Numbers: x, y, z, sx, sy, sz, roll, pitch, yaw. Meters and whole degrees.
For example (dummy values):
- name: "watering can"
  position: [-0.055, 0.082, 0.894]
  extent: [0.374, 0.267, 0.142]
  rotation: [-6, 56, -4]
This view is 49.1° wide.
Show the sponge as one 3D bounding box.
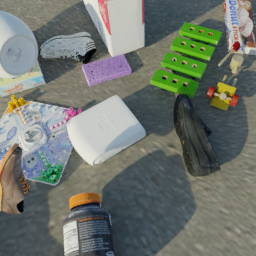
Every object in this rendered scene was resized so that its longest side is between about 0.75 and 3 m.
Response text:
- name: "sponge"
  position: [-0.669, -1.836, 8.785]
  extent: [1.407, 0.210, 0.785]
  rotation: [-18, 59, -11]

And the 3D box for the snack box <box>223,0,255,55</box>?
- name: "snack box"
  position: [3.933, -3.619, 9.836]
  extent: [0.939, 0.318, 2.612]
  rotation: [6, 58, 4]

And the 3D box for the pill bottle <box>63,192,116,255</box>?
- name: "pill bottle"
  position: [-0.790, 2.309, 5.699]
  extent: [1.004, 1.004, 1.890]
  rotation: [-8, 59, -5]

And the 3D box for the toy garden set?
- name: "toy garden set"
  position: [2.367, -1.882, 8.635]
  extent: [2.437, 0.583, 2.924]
  rotation: [22, 60, 15]

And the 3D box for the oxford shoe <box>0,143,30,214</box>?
- name: "oxford shoe"
  position: [-1.934, 0.907, 4.877]
  extent: [0.539, 1.479, 0.527]
  rotation: [20, 31, -1]

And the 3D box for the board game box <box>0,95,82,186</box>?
- name: "board game box"
  position: [-2.549, 0.207, 7.449]
  extent: [2.249, 0.291, 2.249]
  rotation: [12, 58, 7]

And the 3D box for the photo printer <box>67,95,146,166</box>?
- name: "photo printer"
  position: [-0.634, 0.065, 7.320]
  extent: [1.731, 0.601, 1.440]
  rotation: [-29, 67, -17]

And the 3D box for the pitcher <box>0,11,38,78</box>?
- name: "pitcher"
  position: [-3.971, -2.195, 7.958]
  extent: [2.795, 1.694, 2.398]
  rotation: [32, 105, 29]

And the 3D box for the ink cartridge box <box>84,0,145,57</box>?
- name: "ink cartridge box"
  position: [-0.588, -4.113, 9.021]
  extent: [1.257, 2.167, 2.936]
  rotation: [-21, 61, -7]

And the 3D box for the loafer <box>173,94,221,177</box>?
- name: "loafer"
  position: [1.734, 0.134, 7.249]
  extent: [0.812, 0.785, 2.312]
  rotation: [-5, 62, -10]

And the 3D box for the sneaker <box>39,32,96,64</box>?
- name: "sneaker"
  position: [-1.853, -2.438, 8.884]
  extent: [1.789, 0.675, 1.029]
  rotation: [-21, 58, -15]

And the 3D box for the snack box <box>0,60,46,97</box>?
- name: "snack box"
  position: [-3.576, -2.128, 8.829]
  extent: [1.351, 0.431, 2.325]
  rotation: [-20, 60, -12]
